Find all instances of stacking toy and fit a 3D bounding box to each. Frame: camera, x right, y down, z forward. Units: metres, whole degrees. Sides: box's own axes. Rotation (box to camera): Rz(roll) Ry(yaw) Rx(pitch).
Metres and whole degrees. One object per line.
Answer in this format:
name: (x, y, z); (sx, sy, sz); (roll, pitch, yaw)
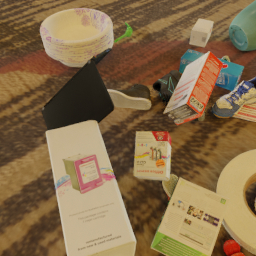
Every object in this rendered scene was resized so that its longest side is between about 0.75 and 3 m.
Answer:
stacking toy: (2.501, 3.086, 6.090); (0.573, 0.573, 1.343); (-7, 43, -6)

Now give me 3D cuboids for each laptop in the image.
laptop: (-1.190, -0.828, 7.846); (1.321, 2.267, 2.558); (48, 27, -10)

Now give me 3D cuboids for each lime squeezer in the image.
lime squeezer: (-0.065, -4.623, 13.474); (0.656, 0.351, 1.859); (-13, 40, 32)

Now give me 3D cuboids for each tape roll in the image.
tape roll: (3.601, 1.772, 6.844); (2.793, 0.510, 2.793); (-7, 53, 10)

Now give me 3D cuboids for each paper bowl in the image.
paper bowl: (-2.051, -3.655, 11.666); (2.897, 1.507, 2.897); (0, 47, 0)

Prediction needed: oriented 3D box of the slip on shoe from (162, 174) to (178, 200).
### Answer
slip on shoe: (1.410, 1.988, 7.091); (0.638, 0.527, 1.723); (-26, 63, -7)

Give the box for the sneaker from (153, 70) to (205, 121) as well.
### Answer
sneaker: (1.741, -1.018, 9.734); (1.059, 1.008, 2.673); (-20, 41, -5)

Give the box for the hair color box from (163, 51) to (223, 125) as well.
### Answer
hair color box: (1.704, -1.022, 7.292); (0.570, 0.989, 1.783); (37, 64, -15)

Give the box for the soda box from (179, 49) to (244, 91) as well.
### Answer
soda box: (3.204, -2.283, 10.924); (2.282, 0.732, 0.774); (25, 52, 22)

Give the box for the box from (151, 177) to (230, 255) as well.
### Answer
box: (1.449, 2.218, 6.531); (1.283, 0.323, 1.778); (23, 71, 12)

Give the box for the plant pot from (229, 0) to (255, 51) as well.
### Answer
plant pot: (5.373, -4.268, 12.053); (1.590, 1.981, 1.981); (-32, 52, -3)

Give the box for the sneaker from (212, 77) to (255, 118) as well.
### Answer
sneaker: (3.738, -1.141, 9.457); (2.201, 0.970, 0.828); (-29, 56, -20)

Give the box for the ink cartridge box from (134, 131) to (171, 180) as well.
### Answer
ink cartridge box: (0.633, 0.718, 7.027); (0.815, 0.811, 1.121); (0, 75, 14)

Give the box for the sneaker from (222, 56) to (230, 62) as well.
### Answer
sneaker: (3.990, -2.687, 11.459); (0.450, 0.500, 1.159); (18, 50, 15)

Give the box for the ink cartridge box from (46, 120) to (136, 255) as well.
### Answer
ink cartridge box: (-0.856, 1.587, 6.231); (1.223, 2.089, 2.890); (-13, 53, -11)

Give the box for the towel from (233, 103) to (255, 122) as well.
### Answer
towel: (4.300, -0.781, 9.906); (1.090, 0.223, 1.490); (15, 52, 15)

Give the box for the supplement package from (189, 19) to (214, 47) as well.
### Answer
supplement package: (3.390, -4.387, 12.886); (0.730, 0.739, 1.219); (18, 50, 16)

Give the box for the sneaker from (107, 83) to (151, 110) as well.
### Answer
sneaker: (-0.013, -1.213, 10.042); (1.804, 0.638, 0.894); (11, 46, 3)
